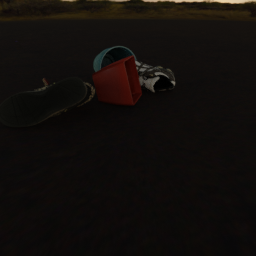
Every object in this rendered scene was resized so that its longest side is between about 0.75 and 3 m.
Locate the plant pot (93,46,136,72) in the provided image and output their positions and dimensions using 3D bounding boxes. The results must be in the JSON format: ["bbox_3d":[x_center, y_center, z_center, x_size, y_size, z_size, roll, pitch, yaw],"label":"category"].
[{"bbox_3d":[-0.684,-2.619,11.882,1.661,1.661,1.561,-12,20,-24],"label":"plant pot"}]

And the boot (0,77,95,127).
[{"bbox_3d":[-2.387,-0.802,8.817,2.745,0.991,2.073,-19,5,7],"label":"boot"}]

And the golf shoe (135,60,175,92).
[{"bbox_3d":[0.577,-2.005,10.961,2.700,1.050,1.275,2,29,-7],"label":"golf shoe"}]

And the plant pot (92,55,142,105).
[{"bbox_3d":[-0.407,-1.620,9.967,1.314,1.491,1.489,-7,20,18],"label":"plant pot"}]

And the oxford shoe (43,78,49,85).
[{"bbox_3d":[-3.009,-1.484,10.380,0.289,0.774,0.273,-19,34,1],"label":"oxford shoe"}]
